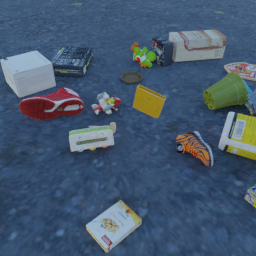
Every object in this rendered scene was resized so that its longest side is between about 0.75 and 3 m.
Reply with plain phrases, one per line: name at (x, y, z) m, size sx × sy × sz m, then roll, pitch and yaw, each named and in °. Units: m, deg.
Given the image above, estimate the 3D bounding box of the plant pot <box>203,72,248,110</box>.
plant pot at (4.089, -1.456, 12.130) m, size 1.422 × 1.497 × 1.497 m, roll -23°, pitch 42°, yaw -7°

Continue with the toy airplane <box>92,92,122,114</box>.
toy airplane at (-0.992, -1.065, 11.914) m, size 1.167 × 0.823 × 1.162 m, roll 16°, pitch 42°, yaw 19°

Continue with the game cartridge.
game cartridge at (0.713, -0.888, 9.707) m, size 1.033 × 1.172 × 0.190 m, roll 27°, pitch 61°, yaw 8°

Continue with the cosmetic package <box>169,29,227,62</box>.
cosmetic package at (3.934, -4.789, 16.189) m, size 2.958 × 1.290 × 1.529 m, roll -8°, pitch 39°, yaw -10°

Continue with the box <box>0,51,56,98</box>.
box at (-4.821, -2.662, 13.552) m, size 1.916 × 1.252 × 1.906 m, roll -25°, pitch 45°, yaw -27°

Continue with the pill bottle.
pill bottle at (4.552, 0.422, 9.596) m, size 2.548 × 1.418 × 1.418 m, roll 18°, pitch 42°, yaw 18°

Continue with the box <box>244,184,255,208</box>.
box at (4.078, 2.245, 8.053) m, size 0.429 × 0.468 × 1.335 m, roll -24°, pitch 44°, yaw -27°

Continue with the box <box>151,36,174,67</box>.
box at (1.884, -4.234, 15.511) m, size 0.660 × 1.267 × 1.154 m, roll -23°, pitch 44°, yaw -26°

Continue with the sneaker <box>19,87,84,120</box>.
sneaker at (-3.289, -1.110, 12.061) m, size 2.564 × 1.004 × 1.481 m, roll 1°, pitch 28°, yaw -19°

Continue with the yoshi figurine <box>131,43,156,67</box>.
yoshi figurine at (0.961, -4.094, 15.605) m, size 1.009 × 1.005 × 1.795 m, roll -11°, pitch 47°, yaw -30°

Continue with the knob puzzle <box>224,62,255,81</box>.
knob puzzle at (6.129, -3.173, 14.972) m, size 2.125 × 0.295 × 2.125 m, roll 0°, pitch 39°, yaw 0°

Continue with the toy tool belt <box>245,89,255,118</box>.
toy tool belt at (5.406, -0.907, 10.974) m, size 1.578 × 1.603 × 2.568 m, roll -8°, pitch 63°, yaw 1°

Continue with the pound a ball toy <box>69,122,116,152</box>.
pound a ball toy at (-1.231, 0.365, 10.351) m, size 1.802 × 0.766 × 1.175 m, roll -8°, pitch 14°, yaw -10°

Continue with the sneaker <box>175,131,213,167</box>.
sneaker at (2.231, 0.798, 9.808) m, size 1.011 × 0.700 × 1.804 m, roll -10°, pitch 29°, yaw -6°

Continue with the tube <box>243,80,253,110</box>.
tube at (5.249, -1.560, 12.549) m, size 0.820 × 0.534 × 2.118 m, roll 1°, pitch 45°, yaw -14°

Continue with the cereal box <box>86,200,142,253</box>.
cereal box at (-0.384, 2.658, 7.707) m, size 1.274 × 0.252 × 0.916 m, roll -30°, pitch 47°, yaw -32°

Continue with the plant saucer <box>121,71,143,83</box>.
plant saucer at (0.189, -2.582, 14.336) m, size 1.146 × 0.169 × 1.146 m, roll 0°, pitch 38°, yaw 0°

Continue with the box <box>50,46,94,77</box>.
box at (-3.091, -3.686, 15.337) m, size 1.947 × 0.630 × 2.469 m, roll 5°, pitch 39°, yaw 4°
